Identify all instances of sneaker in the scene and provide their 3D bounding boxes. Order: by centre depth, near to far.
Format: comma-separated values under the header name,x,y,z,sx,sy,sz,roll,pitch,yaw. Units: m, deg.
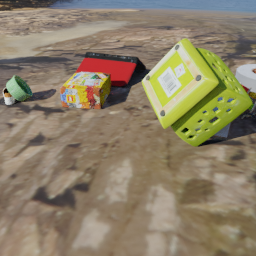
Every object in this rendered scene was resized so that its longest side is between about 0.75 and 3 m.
name,x,y,z,sx,sy,sz,roll,pitch,yaw
sneaker,-4.875,-1.477,11.570,0.505,0.587,1.387,-12,29,-18

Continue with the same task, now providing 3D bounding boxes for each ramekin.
name,x,y,z,sx,sy,sz,roll,pitch,yaw
ramekin,-4.403,-1.577,11.314,0.497,1.018,1.018,-35,30,7

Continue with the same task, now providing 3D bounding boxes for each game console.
name,x,y,z,sx,sy,sz,roll,pitch,yaw
game console,-0.860,-2.825,14.359,2.929,1.738,2.524,12,0,20

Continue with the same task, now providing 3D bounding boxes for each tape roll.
name,x,y,z,sx,sy,sz,roll,pitch,yaw
tape roll,6.082,-2.053,12.323,2.621,0.866,2.621,1,29,0

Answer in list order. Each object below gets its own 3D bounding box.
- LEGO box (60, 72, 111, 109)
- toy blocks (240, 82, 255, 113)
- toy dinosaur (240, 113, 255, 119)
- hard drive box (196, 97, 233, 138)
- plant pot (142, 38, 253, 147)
name,x,y,z,sx,sy,sz,roll,pitch,yaw
LEGO box,-1.664,-1.597,11.526,1.573,0.815,2.112,4,29,7
toy blocks,4.267,-1.231,10.580,1.257,0.457,1.048,30,61,17
toy dinosaur,4.477,-0.446,10.101,0.839,0.199,0.370,-8,23,-21
hard drive box,2.839,-0.578,9.728,1.518,0.748,1.948,12,31,21
plant pot,1.739,-1.029,7.908,1.959,2.148,2.159,18,39,-42
